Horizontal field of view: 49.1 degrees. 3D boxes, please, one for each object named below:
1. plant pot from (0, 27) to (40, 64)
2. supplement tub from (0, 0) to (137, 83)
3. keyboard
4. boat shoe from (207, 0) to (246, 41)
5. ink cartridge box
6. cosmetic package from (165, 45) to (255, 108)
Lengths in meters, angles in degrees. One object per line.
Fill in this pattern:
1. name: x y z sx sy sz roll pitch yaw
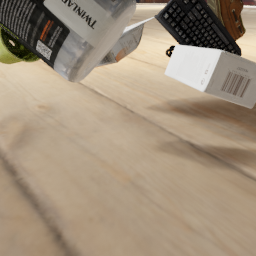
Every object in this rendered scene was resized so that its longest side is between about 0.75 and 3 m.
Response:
1. plant pot: -2.547 -1.890 6.274 0.998 1.086 1.086 -6 18 43
2. supplement tub: -1.030 -1.608 3.221 2.054 1.259 1.259 39 31 -7
3. keyboard: 1.636 -2.046 6.687 2.362 1.418 0.303 37 20 -29
4. boat shoe: 2.603 -3.229 7.416 0.751 2.210 0.795 -23 51 14
5. ink cartridge box: -0.289 -2.655 8.824 1.961 0.606 2.418 2 34 49
6. cosmetic package: 1.657 -1.136 5.718 1.104 0.804 2.172 16 16 -17
